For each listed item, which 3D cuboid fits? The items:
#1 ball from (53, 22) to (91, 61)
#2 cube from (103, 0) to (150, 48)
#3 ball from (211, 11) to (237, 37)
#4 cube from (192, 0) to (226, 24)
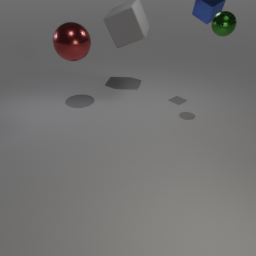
[{"bbox_3d":[-2.085,-3.208,10.454,1.400,1.400,1.400,0,30,0],"label":"ball"},{"bbox_3d":[-0.013,-4.596,12.282,1.400,1.400,1.400,-12,34,25],"label":"cube"},{"bbox_3d":[2.803,-3.043,8.191,0.700,0.700,0.700,0,30,0],"label":"ball"},{"bbox_3d":[2.677,-4.036,9.309,0.700,0.700,0.700,-36,66,-20],"label":"cube"}]
